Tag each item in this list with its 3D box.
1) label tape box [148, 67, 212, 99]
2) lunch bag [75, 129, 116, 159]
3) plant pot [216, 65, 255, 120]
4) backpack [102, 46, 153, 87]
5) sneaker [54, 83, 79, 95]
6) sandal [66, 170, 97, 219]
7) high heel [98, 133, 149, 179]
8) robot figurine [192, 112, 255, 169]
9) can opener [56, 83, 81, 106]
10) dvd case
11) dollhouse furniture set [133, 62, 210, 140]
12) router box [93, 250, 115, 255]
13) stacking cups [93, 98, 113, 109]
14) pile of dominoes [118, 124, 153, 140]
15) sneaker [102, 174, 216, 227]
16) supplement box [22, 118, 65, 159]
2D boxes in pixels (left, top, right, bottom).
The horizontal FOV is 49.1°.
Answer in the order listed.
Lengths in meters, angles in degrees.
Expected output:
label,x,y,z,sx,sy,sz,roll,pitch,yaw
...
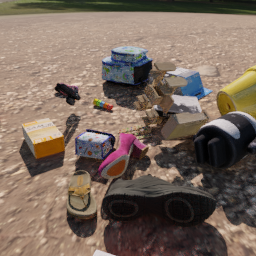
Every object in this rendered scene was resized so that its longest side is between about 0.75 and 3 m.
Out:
label,x,y,z,sx,sy,sz,roll,pitch,yaw
label tape box,2.862,-2.491,15.136,2.903,0.919,2.093,23,36,36
lunch bag,-1.124,0.501,9.913,1.095,0.798,1.288,9,17,16
plant pot,5.082,-1.218,11.575,2.301,2.445,2.445,-21,32,-6
backpack,-0.118,-3.644,16.137,2.709,1.991,2.479,8,26,23
sneaker,-3.304,-1.983,14.741,1.344,0.531,0.641,6,41,13
sandal,-1.329,1.746,7.861,0.809,0.544,2.015,-5,29,-9
high heel,-0.412,0.788,9.137,1.231,0.864,2.566,28,33,24
robot figurine,3.271,0.420,9.260,2.527,1.577,1.898,-23,59,-36
can opener,-2.552,-1.538,12.227,0.562,1.772,0.697,2,73,11
dvd case,2.206,-0.995,12.594,2.057,0.339,2.738,8,22,5
dollhouse furniture set,1.719,-0.923,10.889,1.611,2.274,2.476,-9,56,-31
router box,-0.007,3.522,4.552,2.314,0.630,2.578,10,31,18
stacking cups,-1.162,-1.127,13.336,1.055,0.319,0.319,20,34,26
pile of dominoes,0.261,0.127,11.141,1.312,0.209,1.023,-12,31,-21
sneaker,0.824,1.748,7.403,2.891,1.098,1.312,5,24,5
supplement box,-3.141,0.326,10.325,1.085,0.633,1.722,-16,32,-28
